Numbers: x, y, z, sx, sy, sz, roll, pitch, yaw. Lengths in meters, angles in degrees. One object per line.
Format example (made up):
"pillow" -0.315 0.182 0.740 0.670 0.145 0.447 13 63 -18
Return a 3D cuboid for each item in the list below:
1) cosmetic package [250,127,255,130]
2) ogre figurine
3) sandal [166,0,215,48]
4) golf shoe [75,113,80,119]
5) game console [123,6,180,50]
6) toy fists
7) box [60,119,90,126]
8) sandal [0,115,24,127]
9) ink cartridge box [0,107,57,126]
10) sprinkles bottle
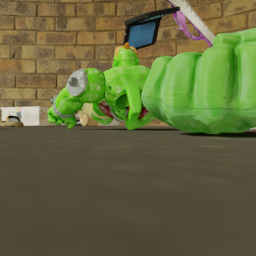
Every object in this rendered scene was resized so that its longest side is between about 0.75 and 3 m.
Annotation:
"cosmetic package" 2.700 -0.194 5.708 1.027 0.436 0.553 -2 5 -24
"ogre figurine" -0.024 -0.606 5.487 2.987 1.466 1.791 15 -19 -6
"sandal" 1.474 -3.104 7.782 0.711 2.895 1.178 -40 16 27
"golf shoe" -2.288 -0.341 12.998 1.624 0.743 0.612 -20 34 -10
"game console" 0.498 -2.097 5.999 1.116 0.650 0.982 -29 21 -37
"toy fists" 1.597 -0.409 2.791 2.904 0.999 1.480 2 2 19
"box" -2.260 -0.232 12.081 1.230 0.302 0.991 0 2 -8
"sandal" -4.034 -0.249 9.788 0.608 0.409 1.515 -1 1 -37
"ink cartridge box" -4.263 -0.468 11.702 2.294 0.772 1.343 0 1 19
"sprinkles bottle" -0.746 -0.491 11.592 2.408 0.822 0.822 0 1 -31
